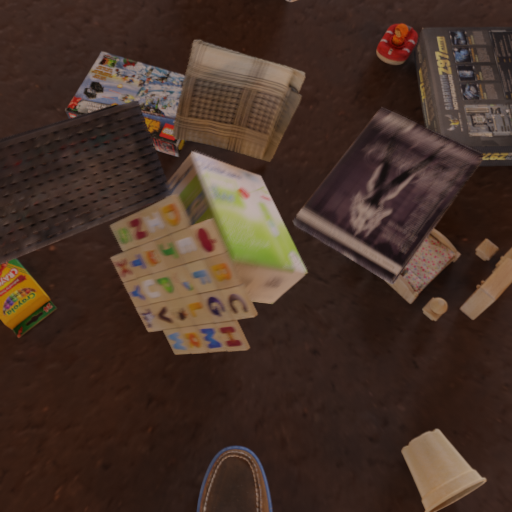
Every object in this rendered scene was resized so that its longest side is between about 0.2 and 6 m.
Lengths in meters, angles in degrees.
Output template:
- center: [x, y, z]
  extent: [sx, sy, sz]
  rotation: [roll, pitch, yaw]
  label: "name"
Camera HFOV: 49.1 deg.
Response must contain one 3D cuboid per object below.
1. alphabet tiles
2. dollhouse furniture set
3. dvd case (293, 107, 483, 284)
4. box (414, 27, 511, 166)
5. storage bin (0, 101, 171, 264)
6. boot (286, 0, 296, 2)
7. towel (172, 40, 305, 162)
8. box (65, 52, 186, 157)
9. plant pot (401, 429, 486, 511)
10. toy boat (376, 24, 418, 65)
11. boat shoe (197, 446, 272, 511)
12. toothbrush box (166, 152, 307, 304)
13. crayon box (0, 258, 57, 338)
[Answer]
- center: [-1.178, 0.394, 8.170]
  extent: [0.088, 2.794, 2.325]
  rotation: [-32, 101, -40]
  label: "alphabet tiles"
- center: [3.179, -0.141, 9.401]
  extent: [1.923, 1.101, 2.255]
  rotation: [-41, 72, -17]
  label: "dollhouse furniture set"
- center: [1.570, -0.783, 6.734]
  extent: [1.427, 0.153, 1.919]
  rotation: [33, 78, 24]
  label: "dvd case"
- center: [4.449, -3.151, 10.943]
  extent: [2.292, 0.742, 2.907]
  rotation: [-1, 66, -2]
  label: "box"
- center: [-3.032, -1.008, 7.916]
  extent: [3.049, 2.061, 1.429]
  rotation: [-27, 108, -27]
  label: "storage bin"
- center: [-0.093, -6.433, 12.346]
  extent: [1.287, 1.037, 2.850]
  rotation: [-21, 59, -7]
  label: "boot"
- center: [-0.325, -2.599, 9.807]
  extent: [2.014, 1.939, 0.348]
  rotation: [11, 43, -14]
  label: "towel"
- center: [-2.306, -3.007, 11.028]
  extent: [2.337, 0.466, 1.600]
  rotation: [19, 67, 8]
  label: "box"
- center: [2.629, 3.074, 8.119]
  extent: [0.986, 0.986, 0.903]
  rotation: [-22, 56, -10]
  label: "plant pot"
- center: [2.944, -4.481, 11.577]
  extent: [0.677, 0.678, 1.038]
  rotation: [27, 69, 11]
  label: "toy boat"
- center: [-0.331, 4.116, 7.479]
  extent: [1.103, 1.105, 3.053]
  rotation: [2, 66, 1]
  label: "boat shoe"
- center: [-0.371, -0.417, 8.894]
  extent: [1.574, 0.931, 2.162]
  rotation: [13, 43, -43]
  label: "toothbrush box"
- center: [-4.086, 0.655, 9.472]
  extent: [0.803, 0.321, 1.264]
  rotation: [-41, 73, -17]
  label: "crayon box"
